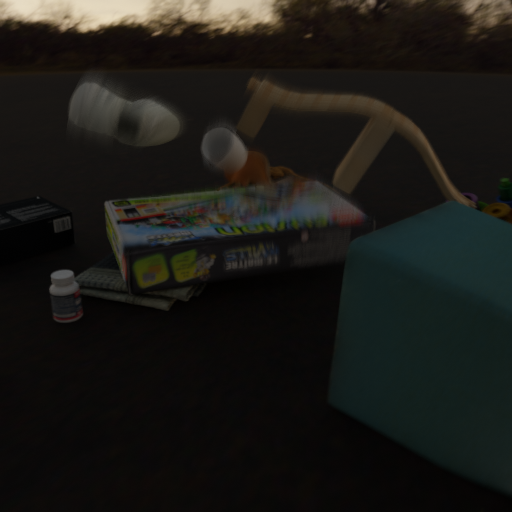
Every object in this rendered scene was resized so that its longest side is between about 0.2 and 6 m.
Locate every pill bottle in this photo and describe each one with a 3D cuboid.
[{"bbox_3d":[-2.732,0.573,8.020,0.407,0.681,0.407,0,23,0],"label":"pill bottle"}]

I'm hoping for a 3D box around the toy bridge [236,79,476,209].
[{"bbox_3d":[1.911,-1.890,9.911,4.679,1.573,0.637,29,37,-5],"label":"toy bridge"}]

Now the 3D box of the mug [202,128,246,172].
[{"bbox_3d":[-0.688,-2.235,11.779,1.019,0.752,0.893,43,6,27],"label":"mug"}]

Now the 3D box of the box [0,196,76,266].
[{"bbox_3d":[-4.536,-0.454,10.355,1.873,0.739,1.322,-22,34,-40],"label":"box"}]

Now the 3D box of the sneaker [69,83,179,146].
[{"bbox_3d":[-1.934,-2.132,9.094,0.884,0.820,2.181,27,16,27],"label":"sneaker"}]

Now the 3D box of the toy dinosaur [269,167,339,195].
[{"bbox_3d":[0.712,-1.970,13.928,2.470,0.746,1.312,21,30,39],"label":"toy dinosaur"}]

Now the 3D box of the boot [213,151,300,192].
[{"bbox_3d":[-0.489,-1.274,11.933,2.136,1.055,2.751,-25,44,-27],"label":"boot"}]

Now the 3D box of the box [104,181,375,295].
[{"bbox_3d":[-0.324,-0.438,9.414,4.028,0.699,2.217,-8,27,-20],"label":"box"}]

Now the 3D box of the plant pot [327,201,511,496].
[{"bbox_3d":[2.535,0.979,5.511,2.026,2.027,2.868,-20,34,-39],"label":"plant pot"}]

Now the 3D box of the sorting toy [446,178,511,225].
[{"bbox_3d":[4.269,-0.815,10.468,1.379,0.942,2.294,-26,29,-4],"label":"sorting toy"}]

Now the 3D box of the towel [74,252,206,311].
[{"bbox_3d":[-1.709,0.297,9.228,2.007,0.347,1.933,5,21,14],"label":"towel"}]
